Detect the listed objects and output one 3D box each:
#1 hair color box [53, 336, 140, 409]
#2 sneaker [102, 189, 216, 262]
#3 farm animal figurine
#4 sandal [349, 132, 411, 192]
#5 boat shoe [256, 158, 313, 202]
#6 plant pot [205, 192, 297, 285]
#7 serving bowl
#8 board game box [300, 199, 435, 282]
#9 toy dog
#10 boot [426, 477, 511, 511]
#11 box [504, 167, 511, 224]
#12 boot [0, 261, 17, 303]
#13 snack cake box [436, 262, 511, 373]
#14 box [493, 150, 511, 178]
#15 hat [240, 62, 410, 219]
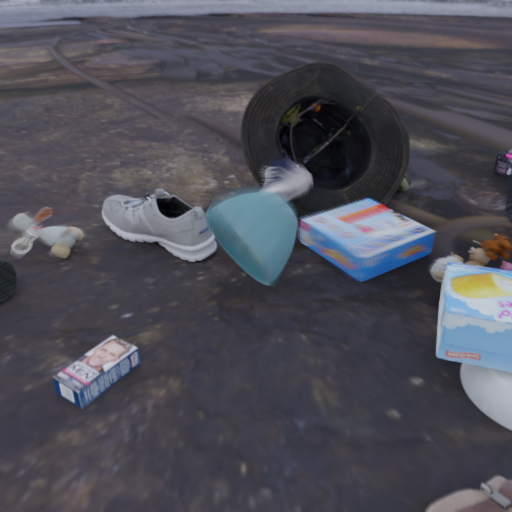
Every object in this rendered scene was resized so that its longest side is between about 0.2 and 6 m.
[{"bbox_3d":[-2.242,1.621,7.943,0.552,0.334,1.103,19,34,29],"label":"hair color box"},{"bbox_3d":[-2.009,-0.909,11.470,2.910,1.193,1.087,18,38,28],"label":"sneaker"},{"bbox_3d":[3.835,0.312,9.589,1.554,1.571,0.819,-29,34,6],"label":"farm animal figurine"},{"bbox_3d":[2.530,-2.478,14.292,3.103,0.885,1.232,42,5,31],"label":"sandal"},{"bbox_3d":[0.355,-1.521,11.941,1.724,0.644,0.799,-27,61,-36],"label":"boat shoe"},{"bbox_3d":[0.064,-0.458,9.665,1.098,1.630,1.630,-42,44,-14],"label":"plant pot"},{"bbox_3d":[3.892,1.592,7.673,2.000,0.658,2.000,0,30,0],"label":"serving bowl"},{"bbox_3d":[2.189,-0.383,11.245,1.904,0.532,1.864,-18,34,-28],"label":"board game box"},{"bbox_3d":[-4.078,-0.497,10.917,1.351,0.651,0.891,7,59,-13],"label":"toy dog"},{"bbox_3d":[2.147,3.038,5.110,2.396,0.842,1.752,-13,25,-23],"label":"boot"},{"bbox_3d":[5.230,-0.615,9.806,0.792,2.008,1.418,-22,31,42],"label":"box"},{"bbox_3d":[-5.683,0.645,9.269,1.898,0.984,2.906,12,25,32],"label":"boot"},{"bbox_3d":[3.664,0.893,7.424,2.351,0.790,1.352,9,30,15],"label":"snack cake box"},{"bbox_3d":[6.891,-2.348,14.723,0.657,0.571,0.995,-17,35,-30],"label":"box"},{"bbox_3d":[1.508,-2.459,13.338,3.929,3.929,1.585,-4,-9,-6],"label":"hat"}]
